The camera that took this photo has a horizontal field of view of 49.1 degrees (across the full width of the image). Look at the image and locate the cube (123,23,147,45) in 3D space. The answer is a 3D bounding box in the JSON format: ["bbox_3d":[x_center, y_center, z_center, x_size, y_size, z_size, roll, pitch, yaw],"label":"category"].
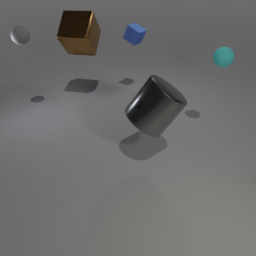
[{"bbox_3d":[0.318,-4.433,13.219,0.700,0.700,0.700,38,41,12],"label":"cube"}]

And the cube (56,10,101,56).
[{"bbox_3d":[-2.161,-4.236,12.573,1.400,1.400,1.400,6,74,12],"label":"cube"}]

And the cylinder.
[{"bbox_3d":[0.849,-0.666,8.614,1.400,1.400,1.400,31,24,-16],"label":"cylinder"}]

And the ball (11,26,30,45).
[{"bbox_3d":[-4.105,-3.542,10.708,0.700,0.700,0.700,0,31,0],"label":"ball"}]

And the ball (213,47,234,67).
[{"bbox_3d":[3.336,-2.477,9.776,0.700,0.700,0.700,0,31,0],"label":"ball"}]
